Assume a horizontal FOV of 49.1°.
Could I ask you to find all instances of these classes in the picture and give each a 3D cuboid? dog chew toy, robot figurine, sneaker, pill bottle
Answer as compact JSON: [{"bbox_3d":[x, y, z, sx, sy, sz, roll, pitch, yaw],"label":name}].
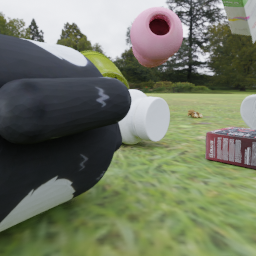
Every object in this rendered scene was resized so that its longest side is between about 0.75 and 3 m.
[{"bbox_3d":[0.959,-3.175,10.567,1.858,1.858,2.984,-1,-8,-4],"label":"dog chew toy"},{"bbox_3d":[-1.163,0.053,2.470,1.681,2.024,2.694,43,26,21],"label":"robot figurine"},{"bbox_3d":[4.154,-0.156,6.514,1.542,1.007,2.757,-1,16,-28],"label":"sneaker"},{"bbox_3d":[-0.148,-0.263,6.102,1.952,1.168,1.168,9,12,39],"label":"pill bottle"}]

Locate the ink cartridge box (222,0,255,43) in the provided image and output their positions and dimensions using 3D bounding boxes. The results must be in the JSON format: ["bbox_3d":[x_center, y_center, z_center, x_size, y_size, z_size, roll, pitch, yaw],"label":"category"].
[{"bbox_3d":[3.531,-3.624,8.371,0.681,1.185,2.023,24,-11,40],"label":"ink cartridge box"}]

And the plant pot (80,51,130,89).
[{"bbox_3d":[-1.237,-1.703,11.903,2.829,2.829,2.724,-4,20,-24],"label":"plant pot"}]

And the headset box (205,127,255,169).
[{"bbox_3d":[1.978,0.297,4.618,0.966,0.488,1.300,-8,12,-44],"label":"headset box"}]

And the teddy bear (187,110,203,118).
[{"bbox_3d":[2.656,-0.515,11.142,0.565,0.260,0.779,-13,21,-29],"label":"teddy bear"}]
